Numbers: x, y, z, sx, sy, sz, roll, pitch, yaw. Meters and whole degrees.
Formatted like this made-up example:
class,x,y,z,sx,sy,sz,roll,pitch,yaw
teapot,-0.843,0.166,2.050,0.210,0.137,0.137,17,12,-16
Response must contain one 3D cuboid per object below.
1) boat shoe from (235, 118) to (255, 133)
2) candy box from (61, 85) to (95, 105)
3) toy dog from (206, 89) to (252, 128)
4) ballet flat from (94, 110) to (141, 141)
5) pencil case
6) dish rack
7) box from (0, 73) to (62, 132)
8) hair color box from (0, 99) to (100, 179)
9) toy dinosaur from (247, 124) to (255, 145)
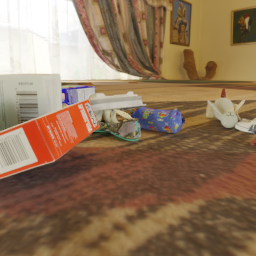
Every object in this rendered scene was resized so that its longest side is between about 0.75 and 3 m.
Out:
class,x,y,z,sx,sy,sz,roll,pitch,yaw
boat shoe,4.023,-0.090,8.554,0.530,0.484,1.473,-10,16,-39
candy box,-3.331,-1.807,15.327,2.144,0.977,2.536,5,12,27
toy dog,3.585,-0.787,10.161,1.594,1.164,2.416,-2,12,-10
ballet flat,-0.500,-0.186,8.337,2.275,0.818,0.818,11,17,43
pencil case,0.898,-0.294,8.812,1.718,0.746,0.671,8,-14,40
dish rack,-1.047,-0.748,9.667,2.825,0.615,2.425,-8,1,45
box,-2.893,-0.610,7.812,1.810,1.801,1.551,1,12,4
hair color box,-1.634,0.128,5.630,1.375,0.793,2.480,-19,10,15
toy dinosaur,3.903,0.228,7.621,1.165,1.284,0.674,24,-22,3
